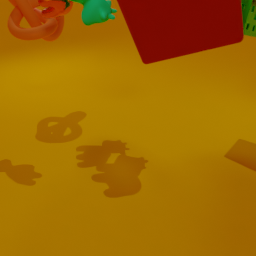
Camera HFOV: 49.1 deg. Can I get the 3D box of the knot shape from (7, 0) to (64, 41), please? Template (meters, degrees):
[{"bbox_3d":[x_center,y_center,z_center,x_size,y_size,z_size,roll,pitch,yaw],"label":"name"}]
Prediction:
[{"bbox_3d":[-2.730,-3.271,7.813,1.860,0.918,1.987,44,33,-13],"label":"knot shape"}]

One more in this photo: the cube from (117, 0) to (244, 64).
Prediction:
[{"bbox_3d":[0.576,-1.633,3.167,1.162,1.162,1.162,-9,49,20],"label":"cube"}]

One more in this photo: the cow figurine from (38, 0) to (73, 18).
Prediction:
[{"bbox_3d":[-1.457,-3.287,6.668,1.356,0.756,1.378,-11,67,-7],"label":"cow figurine"}]

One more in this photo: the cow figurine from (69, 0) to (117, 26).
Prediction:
[{"bbox_3d":[-0.893,-2.992,5.928,1.508,1.533,0.841,14,47,-6],"label":"cow figurine"}]

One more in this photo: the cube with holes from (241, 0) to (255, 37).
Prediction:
[{"bbox_3d":[2.508,-2.751,6.463,1.057,1.057,1.057,28,27,37],"label":"cube with holes"}]
